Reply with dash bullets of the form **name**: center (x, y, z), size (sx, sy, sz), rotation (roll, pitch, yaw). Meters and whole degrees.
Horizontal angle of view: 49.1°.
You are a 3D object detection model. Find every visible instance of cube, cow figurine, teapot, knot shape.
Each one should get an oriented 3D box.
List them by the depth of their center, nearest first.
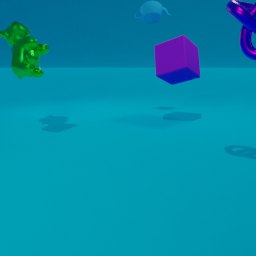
- **knot shape**: center (2.136, -1.684, 4.330), size (1.062, 1.135, 0.524), rotation (-36, -2, -12)
- **cow figurine**: center (-2.672, -1.917, 6.988), size (1.399, 1.422, 0.781), rotation (7, -5, 28)
- **cube**: center (1.513, -2.032, 8.575), size (1.019, 1.019, 1.019), rotation (-10, -15, 36)
- **teapot**: center (0.817, -3.739, 9.159), size (1.220, 0.598, 0.759), rotation (-5, -17, 6)
